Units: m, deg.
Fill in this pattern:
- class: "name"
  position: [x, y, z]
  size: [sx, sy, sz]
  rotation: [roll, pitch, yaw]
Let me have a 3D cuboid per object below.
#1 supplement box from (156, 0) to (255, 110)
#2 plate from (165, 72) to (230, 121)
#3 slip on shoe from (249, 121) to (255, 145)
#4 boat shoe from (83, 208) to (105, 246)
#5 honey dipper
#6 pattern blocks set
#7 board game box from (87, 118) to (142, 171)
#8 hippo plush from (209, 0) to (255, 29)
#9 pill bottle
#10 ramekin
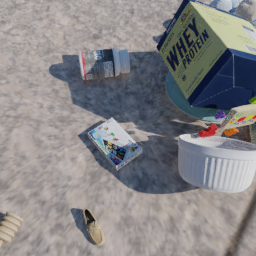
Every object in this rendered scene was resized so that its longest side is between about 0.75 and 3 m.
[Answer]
- class: "supplement box"
  position: [2.508, -1.910, 7.601]
  size: [2.430, 1.632, 2.428]
  rotation: [3, 49, -31]
- class: "plate"
  position: [2.589, -1.394, 8.965]
  size: [2.765, 0.353, 2.765]
  rotation: [0, 55, 0]
- class: "slip on shoe"
  position: [3.868, 0.192, 7.642]
  size: [0.941, 0.778, 2.541]
  rotation: [-16, 31, 38]
- class: "boat shoe"
  position: [-0.821, 2.258, 6.411]
  size: [0.316, 0.286, 0.888]
  rotation: [-26, 59, -17]
- class: "honey dipper"
  position: [-3.031, 2.934, 5.852]
  size: [0.450, 0.450, 2.369]
  rotation: [18, 58, 12]
- class: "pattern blocks set"
  position: [2.877, -0.305, 6.984]
  size: [1.953, 1.717, 0.158]
  rotation: [-5, 59, -25]
- class: "board game box"
  position: [-0.376, 0.409, 7.710]
  size: [0.872, 0.239, 1.381]
  rotation: [-33, 60, -19]
- class: "hippo plush"
  position: [3.983, -4.147, 9.833]
  size: [2.682, 2.136, 2.157]
  rotation: [-23, 59, -15]
- class: "pill bottle"
  position: [-0.768, -2.106, 9.133]
  size: [1.572, 0.895, 0.895]
  rotation: [-8, 55, -5]
- class: "ramekin"
  position: [2.060, 0.788, 6.571]
  size: [1.862, 1.862, 0.977]
  rotation: [6, 99, 5]
